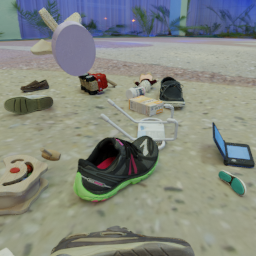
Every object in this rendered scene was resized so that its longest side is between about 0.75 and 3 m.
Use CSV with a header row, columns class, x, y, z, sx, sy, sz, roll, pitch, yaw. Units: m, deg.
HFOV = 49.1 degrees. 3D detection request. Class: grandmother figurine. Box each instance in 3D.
class,x,y,z,sx,sy,sz,roll,pitch,yaw
grandmother figurine,0.949,-2.360,14.560,1.323,0.661,2.181,-14,22,15

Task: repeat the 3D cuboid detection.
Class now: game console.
class,x,y,z,sx,sy,sz,roll,pitch,yaw
game console,2.818,0.411,7.582,1.090,0.756,1.277,5,24,14

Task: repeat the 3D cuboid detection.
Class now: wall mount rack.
class,x,y,z,sx,sy,sz,roll,pitch,yaw
wall mount rack,0.369,-0.226,8.854,2.247,0.964,2.586,1,22,4

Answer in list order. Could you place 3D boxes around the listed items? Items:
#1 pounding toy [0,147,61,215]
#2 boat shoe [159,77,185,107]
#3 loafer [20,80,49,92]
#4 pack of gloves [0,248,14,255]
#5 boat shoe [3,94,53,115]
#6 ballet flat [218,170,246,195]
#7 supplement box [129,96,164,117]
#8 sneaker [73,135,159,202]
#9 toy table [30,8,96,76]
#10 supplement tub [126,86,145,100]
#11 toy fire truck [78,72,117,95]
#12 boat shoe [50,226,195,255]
class,x,y,z,sx,sy,sz,roll,pitch,yaw
pounding toy,-2.326,0.869,6.013,1.085,1.089,1.898,9,23,10
boat shoe,1.878,-1.607,12.316,1.073,0.896,2.877,2,24,0
loafer,-4.729,-2.179,14.155,1.485,0.527,0.542,-19,29,-39
pack of gloves,-2.478,2.145,4.199,1.065,0.250,1.267,11,18,44
boat shoe,-3.992,-0.973,11.103,1.947,0.728,0.666,-8,19,-42
ballet flat,2.410,1.213,6.310,0.304,0.304,0.875,-8,23,-19
supplement box,0.706,-0.893,11.127,0.772,0.450,1.225,-20,30,-38
sneaker,-0.112,0.685,6.431,1.016,1.109,2.648,16,27,33
toy table,-2.174,-2.955,9.701,2.137,2.324,1.361,-38,66,-19
supplement tub,0.343,-1.574,12.641,0.799,0.560,0.560,-19,29,-39
toy fire truck,-1.361,-2.312,14.025,1.844,1.187,1.623,-22,29,-22
boat shoe,-0.108,1.804,4.167,2.143,0.798,0.785,0,22,-4
